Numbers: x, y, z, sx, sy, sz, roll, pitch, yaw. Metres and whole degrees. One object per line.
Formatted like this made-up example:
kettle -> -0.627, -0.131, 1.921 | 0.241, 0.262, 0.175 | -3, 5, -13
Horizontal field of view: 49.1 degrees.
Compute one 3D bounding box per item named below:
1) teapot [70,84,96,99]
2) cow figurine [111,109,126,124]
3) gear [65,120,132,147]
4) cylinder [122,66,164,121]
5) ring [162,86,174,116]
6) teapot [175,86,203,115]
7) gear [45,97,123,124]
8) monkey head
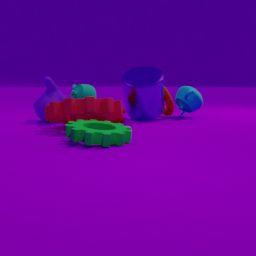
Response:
teapot -> -1.281, -0.853, 7.800 | 0.616, 0.783, 1.259 | 24, 21, -42
cow figurine -> -0.577, -0.434, 9.098 | 0.999, 0.557, 1.015 | 7, 13, 15
gear -> -0.635, 0.086, 6.123 | 1.414, 0.262, 1.414 | 6, 12, -1
cylinder -> 0.532, -1.169, 9.450 | 1.360, 1.360, 1.360 | -5, 41, 4
ring -> 1.261, -1.074, 10.400 | 0.272, 1.358, 1.358 | -28, 16, -12
teapot -> 2.186, -0.965, 10.377 | 1.051, 0.828, 1.691 | 38, -12, 18
gear -> -1.188, -0.441, 7.752 | 2.090, 0.387, 2.090 | -4, -6, 0
monkey head -> -2.599, -0.884, 9.091 | 1.116, 1.332, 1.851 | -40, 29, -20
